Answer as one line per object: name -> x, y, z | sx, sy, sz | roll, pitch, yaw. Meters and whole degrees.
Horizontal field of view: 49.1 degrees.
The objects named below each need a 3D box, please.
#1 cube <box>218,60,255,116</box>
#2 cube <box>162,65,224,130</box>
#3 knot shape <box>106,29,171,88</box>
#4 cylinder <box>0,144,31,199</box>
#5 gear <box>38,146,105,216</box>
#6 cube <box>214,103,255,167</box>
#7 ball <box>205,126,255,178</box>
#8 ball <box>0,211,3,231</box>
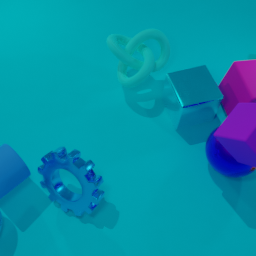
cube -> 3.387, -0.994, 7.635 | 1.236, 1.236, 1.236 | -7, 62, -12
cube -> 1.709, -0.827, 7.689 | 1.158, 1.158, 1.158 | -14, 61, -8
knot shape -> 0.384, -2.076, 7.869 | 1.704, 0.841, 1.821 | -19, 73, -5
cylinder -> -2.821, 0.977, 6.189 | 0.932, 0.932, 0.932 | 38, 60, 20
gear -> -1.294, 1.209, 6.281 | 1.607, 1.607, 0.297 | 27, 33, 15
cube -> 2.513, 0.141, 5.568 | 0.934, 0.934, 0.934 | 44, 81, -18
ball -> 2.564, 0.529, 6.796 | 1.336, 1.336, 1.336 | 0, 60, 0
ball -> -3.258, 2.046, 5.979 | 1.062, 1.062, 1.062 | 0, 60, 0
